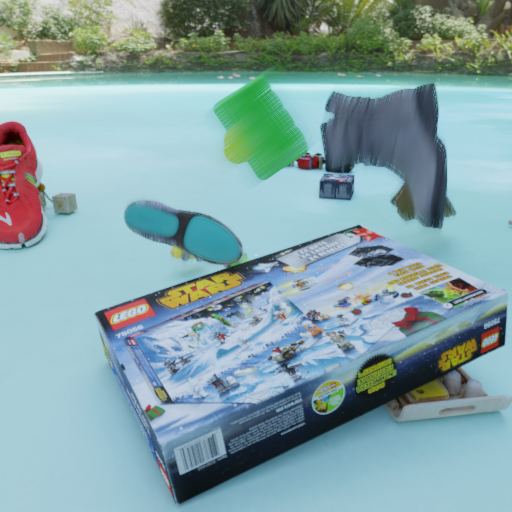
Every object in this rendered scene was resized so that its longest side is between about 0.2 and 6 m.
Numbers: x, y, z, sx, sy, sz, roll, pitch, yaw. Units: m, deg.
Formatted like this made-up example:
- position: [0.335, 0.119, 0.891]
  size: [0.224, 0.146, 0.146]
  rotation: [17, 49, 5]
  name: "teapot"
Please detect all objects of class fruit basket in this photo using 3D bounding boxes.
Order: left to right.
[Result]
- position: [0.005, -1.519, 6.904]
  size: [0.861, 1.194, 1.194]
  rotation: [-34, 29, -7]
  name: "fruit basket"

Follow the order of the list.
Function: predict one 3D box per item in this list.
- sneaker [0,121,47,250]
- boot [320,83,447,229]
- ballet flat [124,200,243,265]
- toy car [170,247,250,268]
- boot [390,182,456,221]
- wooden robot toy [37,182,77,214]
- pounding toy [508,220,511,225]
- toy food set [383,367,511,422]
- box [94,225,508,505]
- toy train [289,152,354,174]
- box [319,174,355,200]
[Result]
- position: [-4.714, -1.423, 10.616]
  size: [1.207, 1.331, 3.134]
  rotation: [-9, 49, -16]
  name: "sneaker"
- position: [1.866, -1.445, 8.379]
  size: [1.764, 0.935, 2.680]
  rotation: [-4, 52, 12]
  name: "boot"
- position: [-0.834, -0.305, 6.797]
  size: [1.521, 0.547, 0.547]
  rotation: [20, 25, 8]
  name: "ballet flat"
- position: [-0.553, -0.064, 8.999]
  size: [1.247, 0.295, 1.325]
  rotation: [24, 23, 24]
  name: "toy car"
- position: [2.899, -0.935, 9.729]
  size: [1.958, 0.739, 0.721]
  rotation: [11, 41, -54]
  name: "boot"
- position: [-4.950, -1.500, 12.077]
  size: [2.281, 1.035, 1.005]
  rotation: [11, 23, 28]
  name: "wooden robot toy"
- position: [5.677, -0.562, 10.451]
  size: [1.136, 0.683, 1.472]
  rotation: [-14, -3, -14]
  name: "pounding toy"
- position: [1.774, 1.154, 5.993]
  size: [1.124, 0.473, 1.566]
  rotation: [-4, 21, -10]
  name: "toy food set"
- position: [0.368, 0.780, 5.953]
  size: [3.635, 0.725, 2.488]
  rotation: [-18, 27, -21]
  name: "box"
- position: [1.481, -2.684, 16.014]
  size: [2.668, 0.455, 0.611]
  rotation: [11, 36, 25]
  name: "toy train"
- position: [1.916, -1.643, 13.269]
  size: [0.761, 0.435, 0.836]
  rotation: [4, 21, 13]
  name: "box"
